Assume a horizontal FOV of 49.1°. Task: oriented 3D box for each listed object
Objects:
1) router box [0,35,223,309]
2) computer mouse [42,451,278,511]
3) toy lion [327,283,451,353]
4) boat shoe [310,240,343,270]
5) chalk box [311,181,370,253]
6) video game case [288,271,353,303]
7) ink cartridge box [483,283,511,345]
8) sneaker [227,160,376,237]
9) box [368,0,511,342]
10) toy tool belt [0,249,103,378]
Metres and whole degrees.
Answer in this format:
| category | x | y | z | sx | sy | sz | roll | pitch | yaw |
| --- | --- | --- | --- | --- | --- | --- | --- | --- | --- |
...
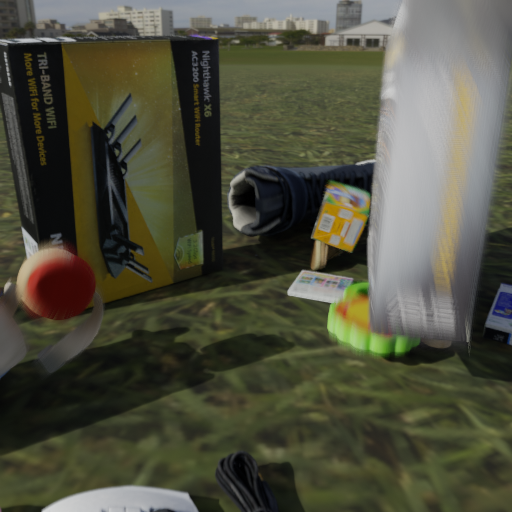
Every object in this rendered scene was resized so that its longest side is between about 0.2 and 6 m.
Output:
| category | x | y | z | sx | sy | sz | roll | pitch | yaw |
| --- | --- | --- | --- | --- | --- | --- | --- | --- | --- |
| router box | -1.901 | -1.205 | 7.978 | 2.821 | 3.587 | 0.937 | -17 | 29 | -32 |
| computer mouse | -0.844 | 2.087 | 4.293 | 2.165 | 0.475 | 1.187 | -6 | 25 | -13 |
| toy lion | 1.594 | 0.737 | 7.142 | 1.538 | 0.551 | 1.605 | -3 | 20 | -15 |
| boat shoe | 1.267 | -0.269 | 9.546 | 0.528 | 0.583 | 1.636 | 14 | 34 | 7 |
| chalk box | 1.398 | -0.698 | 9.080 | 0.716 | 0.721 | 1.155 | 20 | 31 | 4 |
| video game case | 0.989 | 0.470 | 8.497 | 0.831 | 0.098 | 0.757 | 9 | 25 | 19 |
| ink cartridge box | 3.524 | 0.797 | 7.559 | 0.661 | 0.261 | 1.329 | 13 | 28 | 28 |
| sneaker | 1.126 | -1.041 | 10.127 | 3.426 | 1.303 | 2.476 | 1 | 10 | 28 |
| box | 2.024 | -1.207 | 6.939 | 0.987 | 3.234 | 4.084 | 6 | 14 | 9 |
| toy tool belt | -3.205 | 0.692 | 5.684 | 2.890 | 1.805 | 1.776 | -36 | 33 | -22 |
